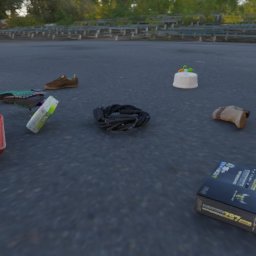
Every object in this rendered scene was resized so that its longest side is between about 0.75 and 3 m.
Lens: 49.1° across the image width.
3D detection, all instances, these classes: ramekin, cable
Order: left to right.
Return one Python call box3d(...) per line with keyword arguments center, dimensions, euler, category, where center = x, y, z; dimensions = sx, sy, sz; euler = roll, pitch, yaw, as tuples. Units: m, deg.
box3d(center=(-0.141, -0.310, 9.145), dimensions=(1.742, 0.542, 2.135), euler=(-4, 19, -23), category="cable")
box3d(center=(2.993, -2.496, 14.514), dimensions=(1.271, 0.620, 1.271), euler=(0, 21, 0), category="ramekin")

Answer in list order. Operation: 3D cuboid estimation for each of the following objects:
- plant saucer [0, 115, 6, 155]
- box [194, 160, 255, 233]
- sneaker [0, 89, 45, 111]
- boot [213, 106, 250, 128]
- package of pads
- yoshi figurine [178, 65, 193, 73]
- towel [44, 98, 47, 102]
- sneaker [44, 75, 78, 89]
box3d(center=(-4.576, 0.423, 7.117), dimensions=(2.715, 0.498, 2.710), euler=(-10, 23, -22), category="plant saucer")
box3d(center=(2.094, 1.200, 5.209), dimensions=(1.242, 0.402, 1.575), euler=(15, 26, 31), category="box")
box3d(center=(-3.698, -0.923, 9.878), dimensions=(1.735, 0.759, 0.645), euler=(-13, 23, -43), category="sneaker")
box3d(center=(3.370, -0.379, 9.312), dimensions=(1.083, 0.520, 1.482), euler=(6, 20, 32), category="boot")
box3d(center=(-2.668, -0.430, 8.764), dimensions=(0.396, 0.898, 1.162), euler=(39, 16, -17), category="package of pads")
box3d(center=(3.567, -3.403, 16.951), dimensions=(0.672, 0.674, 1.200), euler=(28, 29, 23), category="yoshi figurine")
box3d(center=(-3.886, -1.090, 11.547), dimensions=(1.065, 0.184, 1.025), euler=(-15, 28, -40), category="towel")
box3d(center=(-3.353, -2.340, 14.073), dimensions=(1.698, 0.641, 0.598), euler=(-10, 23, -25), category="sneaker")
